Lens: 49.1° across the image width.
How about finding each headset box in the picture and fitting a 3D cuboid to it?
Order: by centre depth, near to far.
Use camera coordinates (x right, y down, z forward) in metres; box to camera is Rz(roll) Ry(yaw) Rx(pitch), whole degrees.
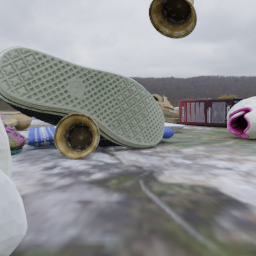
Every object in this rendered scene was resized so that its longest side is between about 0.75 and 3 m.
[{"bbox_3d":[2.618,-0.475,8.334,1.531,0.773,2.060,-3,5,-38],"label":"headset box"}]

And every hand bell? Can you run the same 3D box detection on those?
[{"bbox_3d":[-0.485,0.137,3.211,0.463,0.463,0.888,0,-8,3],"label":"hand bell"},{"bbox_3d":[1.519,-3.506,7.202,1.206,2.317,1.206,21,-30,13],"label":"hand bell"}]

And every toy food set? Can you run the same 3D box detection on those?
[{"bbox_3d":[-2.877,-0.055,6.187,1.261,0.312,1.984,0,12,7],"label":"toy food set"}]

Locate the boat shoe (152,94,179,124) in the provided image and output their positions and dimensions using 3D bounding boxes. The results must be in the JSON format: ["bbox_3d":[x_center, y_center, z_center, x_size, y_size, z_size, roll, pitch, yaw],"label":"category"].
[{"bbox_3d":[1.001,-0.594,8.862,1.036,0.938,2.908,3,5,33],"label":"boat shoe"}]

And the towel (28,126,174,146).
[{"bbox_3d":[-0.485,0.103,4.378,2.031,0.242,1.471,-3,5,-19],"label":"towel"}]

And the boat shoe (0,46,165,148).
[{"bbox_3d":[-0.470,-0.286,3.280,2.155,0.804,0.671,17,-12,-30],"label":"boat shoe"}]

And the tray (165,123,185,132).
[{"bbox_3d":[0.654,-0.023,6.371,0.776,0.160,1.445,-2,4,-13],"label":"tray"}]

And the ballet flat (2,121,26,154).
[{"bbox_3d":[-2.152,-0.064,3.111,1.956,0.696,0.676,0,6,0],"label":"ballet flat"}]

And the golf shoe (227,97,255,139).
[{"bbox_3d":[2.067,-0.183,4.920,0.890,0.733,1.945,-3,3,-3],"label":"golf shoe"}]

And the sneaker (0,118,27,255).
[{"bbox_3d":[-1.457,-0.138,1.049,2.897,1.174,1.089,5,4,36],"label":"sneaker"}]

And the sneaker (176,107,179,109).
[{"bbox_3d":[1.655,-0.438,10.659,1.437,0.537,0.589,-9,15,-1],"label":"sneaker"}]
